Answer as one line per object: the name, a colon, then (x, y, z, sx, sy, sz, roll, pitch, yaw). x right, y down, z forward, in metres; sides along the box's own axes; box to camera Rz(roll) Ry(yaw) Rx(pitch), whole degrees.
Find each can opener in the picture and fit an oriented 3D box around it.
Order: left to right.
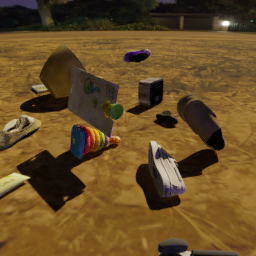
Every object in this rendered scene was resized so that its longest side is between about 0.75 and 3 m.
can opener: (1.437, 2.556, 5.607, 1.679, 0.561, 0.448, 1, 25, 3)

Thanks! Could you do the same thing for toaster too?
toaster: (1.171, -1.820, 14.300, 0.845, 1.288, 1.424, 14, 27, 33)

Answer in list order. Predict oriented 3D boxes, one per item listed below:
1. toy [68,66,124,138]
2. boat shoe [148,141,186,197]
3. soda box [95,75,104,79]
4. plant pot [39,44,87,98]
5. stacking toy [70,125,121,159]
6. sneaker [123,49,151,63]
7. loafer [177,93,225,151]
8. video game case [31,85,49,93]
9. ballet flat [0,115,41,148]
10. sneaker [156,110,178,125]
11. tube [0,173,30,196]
toy: (-1.070, -0.965, 9.371, 0.679, 1.655, 2.875, -4, 23, -36)
boat shoe: (1.111, 1.195, 8.434, 0.751, 0.846, 2.299, 0, 35, -9)
soda box: (-2.254, -3.011, 17.691, 0.604, 0.570, 1.782, -20, 31, -37)
plant pot: (-3.590, -2.798, 15.243, 1.991, 2.805, 2.805, -40, 38, -14)
stacking toy: (-1.069, 0.430, 10.028, 1.859, 1.020, 1.079, -1, 19, -31)
sneaker: (0.294, -2.983, 11.852, 1.265, 0.440, 0.629, -7, 38, 29)
loafer: (2.565, -0.151, 9.276, 0.979, 2.575, 0.868, -45, 33, 6)
video game case: (-4.971, -2.411, 16.896, 1.348, 0.154, 1.227, -15, 29, -31)
ballet flat: (-4.228, -0.059, 11.027, 0.848, 0.848, 2.399, 8, 26, 17)
sneaker: (1.852, -0.495, 12.385, 0.651, 0.434, 1.136, -28, 31, -35)
tube: (-3.602, 1.672, 7.748, 0.500, 0.448, 1.724, 48, 33, 7)
